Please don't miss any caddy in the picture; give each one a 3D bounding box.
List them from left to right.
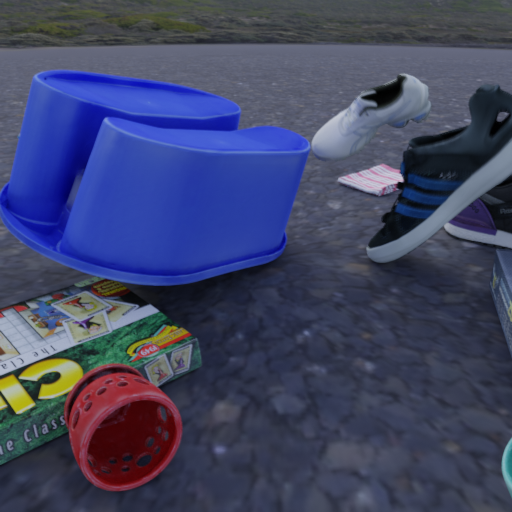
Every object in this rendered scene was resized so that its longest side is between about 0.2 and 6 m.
[{"bbox_3d":[-1.389,-1.045,8.582,3.367,2.500,4.763,33,27,30],"label":"caddy"}]

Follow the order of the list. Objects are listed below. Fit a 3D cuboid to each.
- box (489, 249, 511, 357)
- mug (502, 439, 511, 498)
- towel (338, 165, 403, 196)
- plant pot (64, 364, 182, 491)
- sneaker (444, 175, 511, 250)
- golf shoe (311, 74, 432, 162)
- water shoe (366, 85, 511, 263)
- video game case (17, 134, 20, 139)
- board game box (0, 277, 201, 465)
[{"bbox_3d":[4.178,0.832,6.741,2.189,0.708,2.776,5,25,12],"label":"box"},{"bbox_3d":[2.741,1.758,4.095,1.420,1.069,1.729,-22,6,42],"label":"mug"},{"bbox_3d":[2.806,-1.766,12.758,1.626,0.243,1.190,-21,32,-37],"label":"towel"},{"bbox_3d":[-1.272,1.510,5.122,0.933,0.933,0.849,-17,23,-31],"label":"plant pot"},{"bbox_3d":[4.811,-0.762,9.305,3.159,1.383,1.196,13,28,25],"label":"sneaker"},{"bbox_3d":[1.657,-2.254,8.881,2.083,0.815,1.013,-26,-26,27],"label":"golf shoe"},{"bbox_3d":[2.619,-1.164,8.341,1.265,3.205,1.146,47,39,2],"label":"water shoe"},{"bbox_3d":[-3.550,-2.145,9.619,0.840,1.173,0.104,53,20,14],"label":"video game case"},{"bbox_3d":[-2.994,1.377,5.915,4.343,0.509,2.275,-21,34,-37],"label":"board game box"}]
